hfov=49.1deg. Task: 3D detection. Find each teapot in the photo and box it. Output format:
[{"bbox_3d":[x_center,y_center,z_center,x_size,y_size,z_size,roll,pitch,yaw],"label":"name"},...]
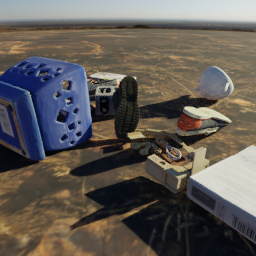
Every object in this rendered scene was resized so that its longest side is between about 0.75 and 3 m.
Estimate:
[{"bbox_3d":[4.229,-2.051,14.019,1.369,1.874,1.850,-39,63,-1],"label":"teapot"}]

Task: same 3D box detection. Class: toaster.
[{"bbox_3d":[-0.696,-1.262,12.777,1.513,0.993,1.674,0,24,-2],"label":"toaster"}]

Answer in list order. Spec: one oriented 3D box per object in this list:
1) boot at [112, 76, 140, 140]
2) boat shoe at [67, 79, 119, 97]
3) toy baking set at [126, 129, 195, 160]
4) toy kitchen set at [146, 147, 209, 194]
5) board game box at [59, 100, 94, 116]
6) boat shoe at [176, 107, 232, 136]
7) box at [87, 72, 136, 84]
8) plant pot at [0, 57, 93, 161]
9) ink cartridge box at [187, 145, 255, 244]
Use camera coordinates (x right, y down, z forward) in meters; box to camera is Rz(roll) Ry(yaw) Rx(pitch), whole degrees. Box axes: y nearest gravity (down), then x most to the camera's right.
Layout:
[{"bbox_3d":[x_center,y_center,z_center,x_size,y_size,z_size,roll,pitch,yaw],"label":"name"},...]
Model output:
[{"bbox_3d":[-0.227,-0.616,11.047,0.941,2.430,1.681,15,-17,-17],"label":"boot"},{"bbox_3d":[-1.853,-2.159,14.830,2.892,0.905,1.029,1,27,6],"label":"boat shoe"},{"bbox_3d":[1.096,0.558,9.705,2.391,0.278,1.835,5,27,2],"label":"toy baking set"},{"bbox_3d":[1.444,0.879,7.903,1.350,1.102,1.218,-18,34,-36],"label":"toy kitchen set"},{"bbox_3d":[-2.604,-1.014,12.878,1.469,0.453,1.470,21,32,37],"label":"board game box"},{"bbox_3d":[2.841,-0.181,10.419,2.919,0.913,1.039,0,27,-45],"label":"boat shoe"},{"bbox_3d":[-0.991,-2.872,16.875,2.612,0.454,1.438,14,28,27],"label":"box"},{"bbox_3d":[-3.123,-0.650,9.484,2.800,2.800,2.518,20,37,34],"label":"plant pot"},{"bbox_3d":[3.346,1.548,7.112,2.903,0.828,2.360,-14,28,-35],"label":"ink cartridge box"}]
